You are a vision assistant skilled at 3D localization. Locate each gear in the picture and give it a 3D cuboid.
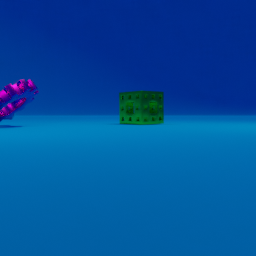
[{"bbox_3d":[-3.635,-0.768,8.545,1.893,0.350,1.893,-37,1,1],"label":"gear"}]

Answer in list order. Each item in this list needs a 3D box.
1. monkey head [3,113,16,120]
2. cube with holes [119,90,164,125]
[{"bbox_3d":[-4.321,-0.610,9.790,0.726,1.205,0.867,6,-20,-27],"label":"monkey head"},{"bbox_3d":[0.529,-0.785,10.997,1.247,1.247,1.247,-4,4,-43],"label":"cube with holes"}]
